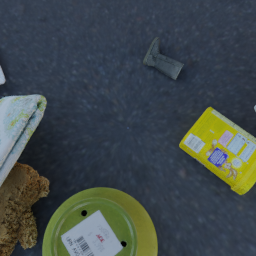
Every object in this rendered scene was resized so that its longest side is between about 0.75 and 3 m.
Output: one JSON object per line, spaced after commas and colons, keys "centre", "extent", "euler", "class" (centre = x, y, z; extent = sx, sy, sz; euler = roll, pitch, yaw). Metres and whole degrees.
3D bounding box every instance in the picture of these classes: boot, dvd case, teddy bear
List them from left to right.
{"centre": [-3.000, 2.166, 6.705], "extent": [2.015, 0.928, 2.779], "euler": [8, 78, 11], "class": "teddy bear"}
{"centre": [-0.960, 3.104, 6.638], "extent": [1.619, 0.174, 2.177], "euler": [27, 73, 9], "class": "dvd case"}
{"centre": [1.140, -2.090, 8.372], "extent": [1.137, 0.413, 1.034], "euler": [23, 86, 15], "class": "boot"}

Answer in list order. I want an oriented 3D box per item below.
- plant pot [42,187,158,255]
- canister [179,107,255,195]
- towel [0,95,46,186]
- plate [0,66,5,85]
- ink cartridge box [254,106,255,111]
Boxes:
{"centre": [-0.553, 2.267, 5.429], "extent": [2.651, 2.833, 2.651], "euler": [1, 67, -2], "class": "plant pot"}
{"centre": [2.496, 0.527, 7.217], "extent": [1.944, 0.841, 1.443], "euler": [38, 75, 14], "class": "canister"}
{"centre": [-3.118, 0.239, 6.871], "extent": [2.059, 0.579, 2.405], "euler": [6, 64, 42], "class": "towel"}
{"centre": [-5.320, -2.162, 7.768], "extent": [2.914, 0.472, 2.920], "euler": [-12, 64, -39], "class": "plate"}
{"centre": [4.397, -0.099, 6.632], "extent": [1.796, 1.021, 2.464], "euler": [-42, 111, -10], "class": "ink cartridge box"}
